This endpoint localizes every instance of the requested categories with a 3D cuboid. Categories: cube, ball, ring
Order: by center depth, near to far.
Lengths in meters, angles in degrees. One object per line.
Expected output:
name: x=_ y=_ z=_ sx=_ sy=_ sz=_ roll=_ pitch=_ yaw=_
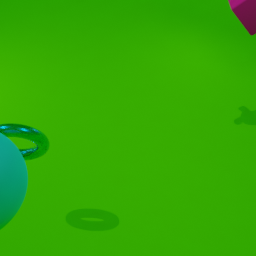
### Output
ball: x=-1.821 y=0.611 z=3.136 sx=1.318 sy=1.318 sz=1.318 roll=0 pitch=48 yaw=0
ring: x=-1.997 y=0.277 z=5.021 sx=1.140 sy=1.140 sz=0.228 roll=-3 pitch=58 yaw=-3
cube: x=2.843 y=-2.869 z=6.134 sx=0.971 sy=0.971 sz=0.971 roll=-29 pitch=45 yaw=36
